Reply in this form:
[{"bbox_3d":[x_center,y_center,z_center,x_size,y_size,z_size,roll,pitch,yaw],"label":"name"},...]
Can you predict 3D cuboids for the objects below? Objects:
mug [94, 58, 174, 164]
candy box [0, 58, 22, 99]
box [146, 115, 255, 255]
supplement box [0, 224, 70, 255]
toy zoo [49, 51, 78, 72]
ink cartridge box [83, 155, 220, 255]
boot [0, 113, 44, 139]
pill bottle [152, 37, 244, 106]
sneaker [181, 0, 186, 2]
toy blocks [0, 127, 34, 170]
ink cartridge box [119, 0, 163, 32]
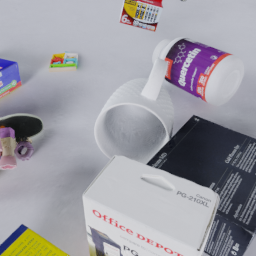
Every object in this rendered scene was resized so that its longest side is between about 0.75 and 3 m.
[{"bbox_3d":[0.377,-0.536,6.613,1.691,2.290,2.008,22,35,0],"label":"mug"},{"bbox_3d":[-5.105,-1.554,8.967,2.478,0.954,2.095,16,39,21],"label":"candy box"},{"bbox_3d":[1.623,1.035,5.445,2.040,1.166,2.241,26,45,27],"label":"box"},{"bbox_3d":[-0.943,2.470,3.594,2.155,1.180,1.173,21,43,26],"label":"supplement box"},{"bbox_3d":[-2.503,-2.638,11.015,1.026,0.160,1.564,-4,38,-4],"label":"toy zoo"},{"bbox_3d":[0.261,1.601,3.956,1.512,2.088,0.881,18,41,22],"label":"ink cartridge box"},{"bbox_3d":[-3.303,-0.057,7.359,1.878,0.680,1.355,-8,11,-36],"label":"boot"},{"bbox_3d":[2.099,-1.921,8.940,1.560,1.560,2.774,-27,45,-30],"label":"pill bottle"},{"bbox_3d":[2.081,-4.111,7.525,0.919,2.385,1.016,-34,88,-23],"label":"sneaker"},{"bbox_3d":[-3.051,0.799,5.995,1.555,1.664,1.401,-11,71,4],"label":"toy blocks"},{"bbox_3d":[0.391,-3.368,7.895,1.092,0.959,0.458,11,41,-8],"label":"ink cartridge box"}]
